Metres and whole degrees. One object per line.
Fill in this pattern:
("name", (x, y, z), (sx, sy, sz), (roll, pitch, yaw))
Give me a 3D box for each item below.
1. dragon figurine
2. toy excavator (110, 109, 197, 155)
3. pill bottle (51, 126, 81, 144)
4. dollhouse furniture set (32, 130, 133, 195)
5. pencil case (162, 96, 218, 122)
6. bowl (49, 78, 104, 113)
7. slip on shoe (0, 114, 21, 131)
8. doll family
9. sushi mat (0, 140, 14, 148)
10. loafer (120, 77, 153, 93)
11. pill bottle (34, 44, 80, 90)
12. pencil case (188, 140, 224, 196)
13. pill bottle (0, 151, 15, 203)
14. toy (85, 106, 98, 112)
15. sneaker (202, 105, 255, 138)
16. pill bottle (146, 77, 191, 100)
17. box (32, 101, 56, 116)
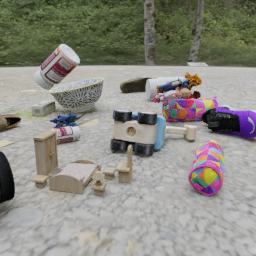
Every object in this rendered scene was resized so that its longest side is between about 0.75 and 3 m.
("dragon figurine", (-2.217, -0.285, 10.737), (1.654, 0.487, 0.822), (-10, 19, -29))
("toy excavator", (0.851, 0.054, 8.700), (2.304, 1.184, 2.370), (7, 9, 21))
("pill bottle", (-2.001, 0.208, 8.994), (0.866, 0.495, 0.495), (-9, 18, -28))
("dollhouse furniture set", (-1.072, 0.744, 6.253), (2.202, 0.975, 1.142), (4, 17, 14))
("pencil case", (2.599, -0.795, 11.675), (2.313, 1.022, 1.022), (-4, 16, -13))
("bowl", (-2.250, -1.471, 13.209), (2.594, 1.218, 2.594), (-11, 18, 4))
("slip on shoe", (-4.615, -0.167, 10.149), (0.509, 0.638, 1.679), (0, 7, 23))
("doll family", (2.102, -1.685, 11.255), (1.657, 1.203, 2.669), (-10, 0, 27))
("sushi mat", (-4.022, 0.542, 8.633), (0.435, 0.055, 0.909), (7, 17, 26))
("loafer", (0.616, -3.019, 19.294), (2.769, 1.053, 0.934), (-8, 23, -27))
("pill bottle", (-2.450, -2.044, 9.568), (1.512, 0.863, 0.863), (-38, 4, 20))
("pencil case", (1.812, 0.862, 6.383), (0.763, 0.763, 1.728), (5, 15, 18))
("pill bottle", (-3.117, 1.081, 4.577), (2.197, 1.229, 1.229), (-14, 21, -38))
("toy", (-1.761, -0.888, 13.396), (0.460, 0.189, 0.800), (14, 22, 33))
("sneaker", (3.488, -0.173, 9.787), (1.332, 0.931, 2.678), (-8, 13, -13))
("pill bottle", (2.290, -2.268, 16.116), (2.363, 1.340, 1.340), (-3, 16, -10))
("box", (-3.877, -0.920, 12.968), (0.576, 0.479, 1.402), (2, 16, 7))
